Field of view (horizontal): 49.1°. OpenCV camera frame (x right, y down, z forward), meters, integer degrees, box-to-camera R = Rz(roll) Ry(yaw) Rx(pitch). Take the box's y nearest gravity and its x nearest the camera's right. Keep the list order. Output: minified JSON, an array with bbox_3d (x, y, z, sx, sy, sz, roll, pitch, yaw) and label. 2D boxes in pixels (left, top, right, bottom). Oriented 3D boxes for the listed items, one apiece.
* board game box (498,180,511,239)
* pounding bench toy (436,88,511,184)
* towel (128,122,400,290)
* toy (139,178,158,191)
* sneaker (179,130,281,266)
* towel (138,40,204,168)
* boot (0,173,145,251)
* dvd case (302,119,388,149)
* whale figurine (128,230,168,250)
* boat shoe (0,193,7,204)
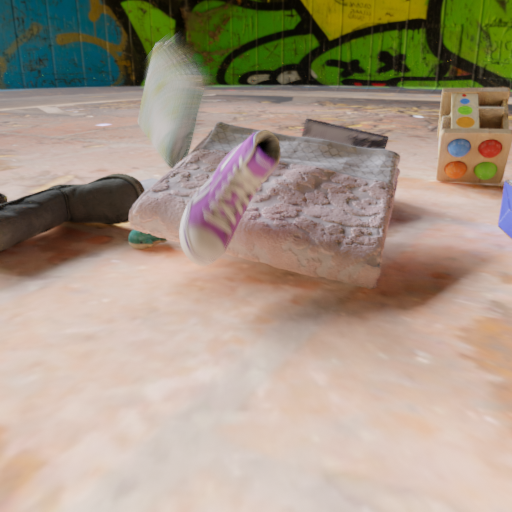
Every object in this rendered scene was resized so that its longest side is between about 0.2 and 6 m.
[{"bbox_3d":[5.174,-0.669,9.247,1.796,0.870,1.432,2,21,6],"label":"board game box"},{"bbox_3d":[5.129,-2.474,13.453,1.490,2.398,1.871,4,53,15],"label":"pounding bench toy"},{"bbox_3d":[0.379,-1.037,8.911,3.625,0.584,3.462,13,39,13],"label":"towel"},{"bbox_3d":[-1.866,-1.077,10.955,1.931,0.456,1.112,19,25,38],"label":"toy"},{"bbox_3d":[-0.290,-0.853,7.184,0.720,1.987,1.133,32,-31,-18],"label":"sneaker"},{"bbox_3d":[-1.556,-2.733,10.107,0.440,1.825,1.563,-5,45,-34],"label":"towel"},{"bbox_3d":[-3.453,-0.658,9.105,2.439,0.973,2.682,-7,10,24],"label":"boot"},{"bbox_3d":[1.771,-2.099,11.963,1.760,1.323,0.218,14,29,2],"label":"dvd case"},{"bbox_3d":[-1.760,-0.311,9.092,0.616,0.320,0.490,-7,22,-19],"label":"whale figurine"},{"bbox_3d":[-5.131,-1.061,10.816,0.600,0.506,1.682,-16,26,-36],"label":"boat shoe"}]
